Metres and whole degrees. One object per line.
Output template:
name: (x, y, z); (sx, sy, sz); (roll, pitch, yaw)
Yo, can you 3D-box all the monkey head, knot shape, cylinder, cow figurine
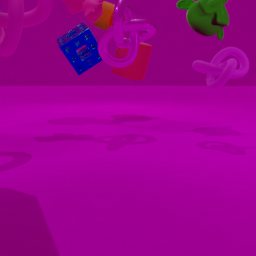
monkey head: (2.507, -3.572, 8.584); (1.903, 1.369, 1.147); (30, -10, -16)
knot shape: (1.963, -1.326, 6.181); (1.112, 0.549, 1.188); (15, 47, 43)
cylinder: (-0.682, -4.082, 10.410); (0.985, 0.985, 0.985); (35, 28, 32)
cow figurine: (-1.336, -3.545, 7.691); (1.374, 0.754, 1.352); (43, -7, -33)
knot shape: (-2.410, -2.540, 5.680); (1.785, 1.908, 0.882); (-14, 20, 16)
cylinder: (0.145, -2.688, 10.914); (1.342, 1.342, 1.342); (13, 21, -5)
knot shape: (-0.106, -2.258, 7.101); (0.740, 1.499, 1.602); (44, 16, 34)

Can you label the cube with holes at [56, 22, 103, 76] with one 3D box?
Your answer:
cube with holes: (-1.718, -2.915, 10.260); (1.212, 1.212, 1.212); (-33, 35, 1)
